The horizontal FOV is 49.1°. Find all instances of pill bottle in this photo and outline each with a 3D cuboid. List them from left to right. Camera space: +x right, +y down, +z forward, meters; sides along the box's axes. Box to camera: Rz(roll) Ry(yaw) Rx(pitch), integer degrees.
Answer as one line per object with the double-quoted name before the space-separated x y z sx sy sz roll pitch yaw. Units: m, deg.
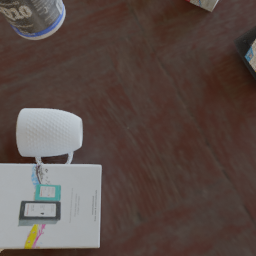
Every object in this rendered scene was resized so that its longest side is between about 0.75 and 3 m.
"pill bottle" -2.802 -3.718 6.954 1.641 2.885 1.641 -3 70 8

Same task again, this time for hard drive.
"hard drive" 4.436 -2.320 8.922 1.352 0.424 2.005 -32 71 26

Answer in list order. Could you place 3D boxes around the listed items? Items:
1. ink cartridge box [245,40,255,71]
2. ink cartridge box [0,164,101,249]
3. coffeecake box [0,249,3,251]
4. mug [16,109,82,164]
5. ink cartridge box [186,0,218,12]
"ink cartridge box" 3.796 -1.751 7.233 0.758 0.778 1.210 -12 61 -16
"ink cartridge box" -1.949 1.946 6.890 2.508 1.840 1.831 2 70 -6
"coffeecake box" -3.464 2.948 7.525 0.809 0.295 0.621 -34 75 -11
"mug" -2.133 0.364 7.956 1.602 1.349 1.828 0 98 -3
"ink cartridge box" 2.723 -4.859 9.861 1.145 0.828 0.832 29 74 9
